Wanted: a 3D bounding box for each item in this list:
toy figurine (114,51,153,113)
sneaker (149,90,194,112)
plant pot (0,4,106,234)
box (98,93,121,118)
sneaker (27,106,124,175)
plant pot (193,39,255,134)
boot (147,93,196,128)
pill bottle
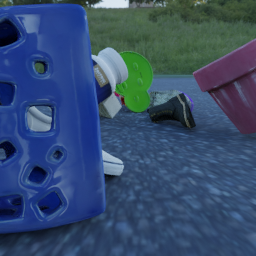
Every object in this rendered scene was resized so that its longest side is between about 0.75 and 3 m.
[{"bbox_3d":[-0.029,-1.503,10.813,1.681,2.239,2.061,-17,-4,-13],"label":"toy figurine"},{"bbox_3d":[1.696,-0.920,9.763,1.101,0.770,2.214,3,10,-30],"label":"sneaker"},{"bbox_3d":[-1.663,-0.064,3.046,1.956,2.176,2.176,-15,16,-35],"label":"plant pot"},{"bbox_3d":[-1.071,-0.825,9.227,1.666,0.685,0.570,11,54,42],"label":"box"},{"bbox_3d":[-0.825,0.151,4.083,1.791,0.634,0.654,24,-4,-11],"label":"sneaker"},{"bbox_3d":[2.765,-0.941,6.327,2.009,1.799,2.009,-28,2,1],"label":"plant pot"},{"bbox_3d":[1.147,-0.303,7.774,1.216,0.681,1.757,-20,18,11],"label":"boot"},{"bbox_3d":[-1.211,-1.245,8.012,2.335,1.351,1.351,-38,28,-19],"label":"pill bottle"}]
